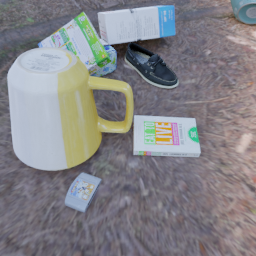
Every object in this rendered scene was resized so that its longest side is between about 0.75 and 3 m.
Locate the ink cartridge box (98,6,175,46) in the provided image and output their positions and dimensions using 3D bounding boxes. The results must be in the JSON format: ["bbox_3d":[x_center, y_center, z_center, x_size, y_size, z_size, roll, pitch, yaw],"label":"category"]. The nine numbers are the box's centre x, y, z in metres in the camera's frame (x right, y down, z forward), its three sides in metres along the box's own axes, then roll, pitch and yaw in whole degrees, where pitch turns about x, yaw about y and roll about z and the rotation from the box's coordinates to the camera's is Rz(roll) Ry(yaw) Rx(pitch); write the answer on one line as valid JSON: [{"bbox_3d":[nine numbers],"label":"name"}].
[{"bbox_3d":[-0.036,-3.422,9.297,2.809,0.937,1.627,-11,25,-10],"label":"ink cartridge box"}]

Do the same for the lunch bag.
[{"bbox_3d":[-0.844,-2.022,8.525,1.048,0.842,0.432,-26,54,-22],"label":"lunch bag"}]

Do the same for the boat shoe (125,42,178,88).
[{"bbox_3d":[0.704,-2.000,8.602,0.799,0.709,2.137,-29,55,-23],"label":"boat shoe"}]

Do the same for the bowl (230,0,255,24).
[{"bbox_3d":[4.618,-4.547,10.283,1.832,1.832,0.958,14,70,12],"label":"bowl"}]

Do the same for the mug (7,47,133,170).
[{"bbox_3d":[-1.442,-0.632,6.338,2.620,2.151,2.098,-21,45,-26],"label":"mug"}]

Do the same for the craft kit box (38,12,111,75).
[{"bbox_3d":[-1.549,-2.158,7.975,1.673,0.411,1.694,-31,72,13],"label":"craft kit box"}]

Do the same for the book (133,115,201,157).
[{"bbox_3d":[0.928,0.223,6.982,1.580,0.380,1.056,2,52,-1],"label":"book"}]

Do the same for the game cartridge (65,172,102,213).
[{"bbox_3d":[-0.993,1.371,6.097,0.554,0.173,0.832,20,52,11],"label":"game cartridge"}]
